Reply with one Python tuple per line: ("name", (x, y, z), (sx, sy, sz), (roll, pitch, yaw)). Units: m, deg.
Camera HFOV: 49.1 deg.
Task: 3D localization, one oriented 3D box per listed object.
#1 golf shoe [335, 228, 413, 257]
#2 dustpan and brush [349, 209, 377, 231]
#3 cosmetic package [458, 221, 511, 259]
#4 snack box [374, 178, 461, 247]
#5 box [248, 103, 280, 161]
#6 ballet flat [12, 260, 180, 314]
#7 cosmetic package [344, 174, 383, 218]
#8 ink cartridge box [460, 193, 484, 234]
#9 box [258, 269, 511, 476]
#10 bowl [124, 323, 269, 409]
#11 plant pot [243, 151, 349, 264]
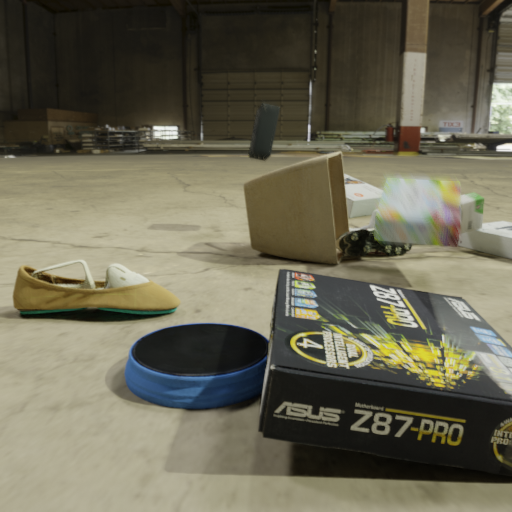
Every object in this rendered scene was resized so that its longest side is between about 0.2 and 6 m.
("golf shoe", (2.376, -0.326, 11.345), (1.685, 0.650, 0.742), (-1, 3, -23))
("dustpan and brush", (2.958, -0.690, 13.066), (2.753, 0.788, 1.921), (5, 5, -7))
("cosmetic package", (5.407, -0.314, 11.659), (1.416, 0.485, 1.878), (-10, 16, -27))
("snack box", (2.851, -0.815, 9.804), (1.339, 0.499, 1.883), (4, 28, 17))
("box", (0.184, -3.045, 13.847), (0.478, 1.213, 0.856), (11, 0, -7))
("ballet flat", (-2.233, 0.433, 7.808), (2.335, 0.736, 0.802), (0, 6, -3))
("cosmetic package", (2.683, -1.894, 17.025), (1.788, 0.613, 2.371), (-13, 31, -35))
("ink cartridge box", (4.145, -0.834, 11.560), (0.974, 0.712, 0.411), (-13, 29, -8))
("box", (1.239, 0.931, 5.437), (2.268, 0.691, 2.814), (11, 14, 2))
("bowl", (-0.579, 1.101, 5.964), (1.619, 0.318, 1.619), (0, 14, 0))
("plant pot", (0.836, -0.968, 11.487), (1.805, 2.036, 2.038), (-4, 12, 17))
